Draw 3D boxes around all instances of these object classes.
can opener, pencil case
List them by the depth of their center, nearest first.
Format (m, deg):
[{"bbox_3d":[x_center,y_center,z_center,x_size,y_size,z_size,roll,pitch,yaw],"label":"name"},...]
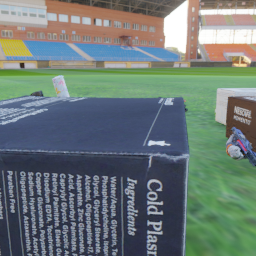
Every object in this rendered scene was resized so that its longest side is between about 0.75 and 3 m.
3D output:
[{"bbox_3d":[1.475,-0.771,10.011,1.458,0.573,0.462,13,-21,36],"label":"can opener"},{"bbox_3d":[-2.742,-1.596,11.605,0.466,1.121,0.508,-3,20,39],"label":"pencil case"}]

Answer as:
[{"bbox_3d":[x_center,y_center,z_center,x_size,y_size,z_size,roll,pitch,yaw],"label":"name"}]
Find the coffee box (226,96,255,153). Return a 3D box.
[{"bbox_3d":[3.424,-0.129,5.681,2.389,0.952,1.366,-2,13,-9],"label":"coffee box"}]

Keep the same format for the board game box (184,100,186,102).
[{"bbox_3d":[2.070,-1.200,12.440,0.977,0.095,0.503,-9,17,-36],"label":"board game box"}]

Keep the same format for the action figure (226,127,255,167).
[{"bbox_3d":[1.821,0.436,4.455,0.435,0.832,0.805,-39,-27,27],"label":"action figure"}]

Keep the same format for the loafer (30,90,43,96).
[{"bbox_3d":[-4.271,-1.513,13.179,0.452,0.456,1.251,-16,9,-28],"label":"loafer"}]

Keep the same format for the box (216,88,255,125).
[{"bbox_3d":[3.144,-0.576,7.622,1.128,0.971,1.134,-1,11,-5],"label":"box"}]

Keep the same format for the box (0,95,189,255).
[{"bbox_3d":[-0.553,0.417,2.609,2.139,1.223,2.350,1,13,11],"label":"box"}]
